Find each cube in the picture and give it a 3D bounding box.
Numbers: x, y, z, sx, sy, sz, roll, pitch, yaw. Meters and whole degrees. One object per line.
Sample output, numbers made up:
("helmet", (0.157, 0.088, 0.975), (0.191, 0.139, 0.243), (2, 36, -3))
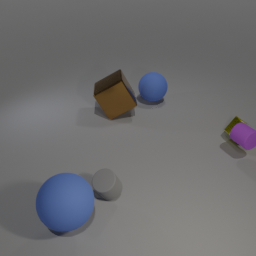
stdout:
("cube", (4.259, 0.106, 10.617), (0.700, 0.700, 0.700), (26, 20, -29))
("cube", (-0.565, -1.485, 12.389), (1.400, 1.400, 1.400), (-27, 29, 11))

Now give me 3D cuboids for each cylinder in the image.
("cylinder", (-0.581, 1.600, 7.942), (0.700, 0.700, 0.700), (-8, 57, 13))
("cylinder", (3.962, 0.272, 9.483), (0.700, 0.700, 0.700), (-13, 32, -20))

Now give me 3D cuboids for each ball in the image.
("ball", (1.198, -1.976, 13.477), (1.400, 1.400, 1.400), (0, 31, 0))
("ball", (-1.527, 1.802, 6.861), (1.400, 1.400, 1.400), (0, 31, 0))
